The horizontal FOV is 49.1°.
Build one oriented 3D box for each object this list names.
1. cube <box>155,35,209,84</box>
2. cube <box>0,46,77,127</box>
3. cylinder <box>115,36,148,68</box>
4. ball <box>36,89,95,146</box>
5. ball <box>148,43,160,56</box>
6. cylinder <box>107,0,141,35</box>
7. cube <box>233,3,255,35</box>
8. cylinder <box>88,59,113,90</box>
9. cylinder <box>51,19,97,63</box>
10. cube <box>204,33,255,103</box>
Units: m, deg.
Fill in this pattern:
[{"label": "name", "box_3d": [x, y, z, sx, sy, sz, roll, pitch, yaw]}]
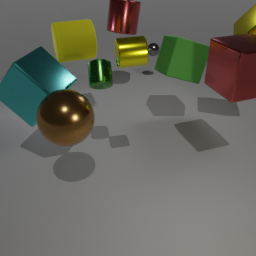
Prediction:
[{"label": "cube", "box_3d": [2.032, -2.623, 10.635, 1.400, 1.400, 1.400, 10, 18, -18]}, {"label": "cube", "box_3d": [-2.610, -1.182, 8.003, 1.400, 1.400, 1.400, 43, 36, -12]}, {"label": "cylinder", "box_3d": [0.073, -1.833, 6.755, 0.700, 0.700, 0.700, -8, 32, -7]}, {"label": "ball", "box_3d": [-1.518, -0.247, 6.871, 1.400, 1.400, 1.400, 0, 32, 0]}, {"label": "ball", "box_3d": [1.367, -4.250, 15.178, 0.700, 0.700, 0.700, 0, 32, 0]}, {"label": "cylinder", "box_3d": [-0.205, -5.068, 12.714, 1.400, 1.400, 1.400, 7, 24, -3]}, {"label": "cube", "box_3d": [4.559, -3.223, 9.413, 1.400, 1.400, 1.400, 30, 52, -15]}, {"label": "cylinder", "box_3d": [-0.815, -1.571, 8.256, 0.700, 0.700, 0.700, -6, -9, -1]}, {"label": "cylinder", "box_3d": [-1.989, -3.208, 10.337, 1.400, 1.400, 1.400, -12, 34, -16]}, {"label": "cube", "box_3d": [3.179, -1.715, 7.828, 1.400, 1.400, 1.400, -12, 35, -15]}]
